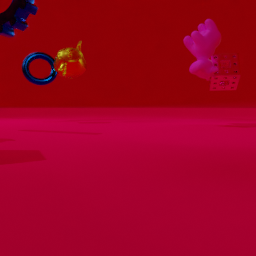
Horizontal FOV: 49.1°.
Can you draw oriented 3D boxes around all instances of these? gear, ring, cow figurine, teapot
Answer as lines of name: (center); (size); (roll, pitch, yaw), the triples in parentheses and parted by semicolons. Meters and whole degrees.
gear: (-3.184, -3.435, 7.264); (2.040, 2.040, 0.377); (2, 1, 25)
ring: (-3.533, -2.391, 11.275); (1.405, 1.405, 0.281); (-2, -10, -19)
cow figurine: (2.491, -2.420, 8.905); (1.589, 1.563, 0.872); (-43, 11, -17)
teapot: (-2.181, -2.607, 10.720); (1.250, 0.984, 2.010); (17, 48, 5)

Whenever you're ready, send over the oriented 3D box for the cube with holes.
cube with holes: (3.310, -1.925, 9.691); (0.900, 0.900, 0.900); (0, -25, 11)
